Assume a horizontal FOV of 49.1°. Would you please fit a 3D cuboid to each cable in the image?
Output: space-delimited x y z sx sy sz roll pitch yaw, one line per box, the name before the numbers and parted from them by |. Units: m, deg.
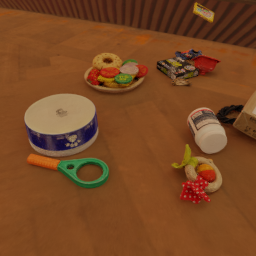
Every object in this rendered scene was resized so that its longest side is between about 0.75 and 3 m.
cable | 4.221 -0.528 10.897 1.632 0.415 1.332 2 38 4

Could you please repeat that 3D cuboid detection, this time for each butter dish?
butter dish | 3.757 -3.019 13.738 1.145 0.846 1.142 13 -1 -13

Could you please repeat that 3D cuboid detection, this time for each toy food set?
toy food set | -0.584 -2.620 13.274 2.919 0.717 2.949 13 40 15

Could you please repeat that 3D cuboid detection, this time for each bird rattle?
bird rattle | 2.131 1.354 8.199 1.468 1.015 1.801 4 39 -22

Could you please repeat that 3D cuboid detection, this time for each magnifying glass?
magnifying glass | -1.901 1.228 8.799 2.688 0.301 1.070 10 40 13

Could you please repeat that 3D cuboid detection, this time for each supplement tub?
supplement tub | 2.708 0.069 9.652 1.017 1.017 1.449 -4 38 -5

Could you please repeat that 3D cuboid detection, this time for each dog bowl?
dog bowl | -2.335 -0.178 9.997 2.495 0.983 2.495 0 38 0

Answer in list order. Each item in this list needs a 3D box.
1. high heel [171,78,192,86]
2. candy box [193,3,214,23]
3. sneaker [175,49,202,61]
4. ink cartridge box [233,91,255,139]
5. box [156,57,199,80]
high heel | 2.468 -2.079 12.888 0.933 0.333 0.665 -16 34 -32
candy box | 2.602 -3.955 9.607 0.775 0.102 0.396 21 72 -16
sneaker | 3.299 -4.023 15.142 1.512 0.593 0.570 10 39 12
ink cartridge box | 5.172 -0.227 9.801 2.315 0.870 1.907 32 50 18
box | 2.449 -2.963 13.974 1.383 0.382 1.726 -18 42 -21
